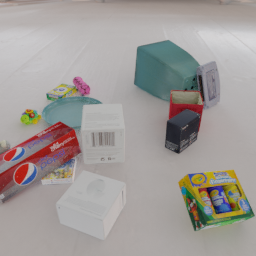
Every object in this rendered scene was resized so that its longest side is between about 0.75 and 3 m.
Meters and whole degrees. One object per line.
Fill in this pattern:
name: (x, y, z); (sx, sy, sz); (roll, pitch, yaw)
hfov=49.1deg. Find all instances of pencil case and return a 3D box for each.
pencil case: (-2.317, -2.104, 13.986); (0.599, 0.618, 1.320); (-49, 40, 8)

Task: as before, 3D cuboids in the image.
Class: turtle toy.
turtle toy: (-4.052, -0.463, 11.457); (0.727, 0.504, 0.998); (5, 33, 7)

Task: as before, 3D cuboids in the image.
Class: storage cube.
storage cube: (2.247, -0.680, 11.117); (1.185, 1.246, 1.386); (3, 34, 4)

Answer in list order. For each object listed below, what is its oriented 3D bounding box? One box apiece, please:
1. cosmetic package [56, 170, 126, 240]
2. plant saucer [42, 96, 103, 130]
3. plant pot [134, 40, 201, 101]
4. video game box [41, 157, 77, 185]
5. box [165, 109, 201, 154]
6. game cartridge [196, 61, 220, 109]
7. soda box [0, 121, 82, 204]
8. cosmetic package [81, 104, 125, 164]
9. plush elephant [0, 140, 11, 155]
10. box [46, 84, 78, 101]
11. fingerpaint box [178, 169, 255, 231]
cosmetic package: (-0.919, 1.980, 7.346); (1.330, 0.820, 1.334); (13, 35, 20)
plant saucer: (-2.268, -0.620, 11.849); (2.636, 0.361, 2.636); (0, 33, 0)
plant pot: (2.055, -2.599, 13.448); (2.091, 2.092, 2.960); (-21, 44, -29)
video game box: (-2.166, 1.340, 8.886); (0.949, 0.244, 1.042); (-5, 33, -1)
box: (1.953, 0.100, 10.010); (0.640, 1.120, 1.230); (27, 41, 35)
game cartridge: (3.636, -1.935, 12.512); (1.279, 1.921, 0.393); (-24, 22, -32)
soda box: (-2.859, 0.934, 8.483); (2.824, 0.989, 0.895); (-34, 39, -31)
cosmetic package: (-0.849, 0.161, 9.646); (1.398, 1.399, 1.695); (-1, 33, -4)
plush elephant: (-4.848, 0.527, 8.760); (2.004, 1.552, 1.651); (-30, 0, -17)
box: (-3.163, -1.752, 13.626); (0.866, 0.357, 1.476); (14, 34, 20)
fingerpaint box: (2.236, 1.790, 7.135); (1.557, 0.571, 1.299); (0, 56, -24)
